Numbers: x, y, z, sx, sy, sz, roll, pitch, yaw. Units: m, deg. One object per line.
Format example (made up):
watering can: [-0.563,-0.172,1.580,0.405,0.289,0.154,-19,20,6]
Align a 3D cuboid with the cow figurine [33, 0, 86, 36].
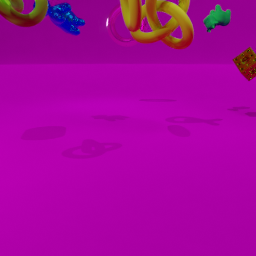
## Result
cow figurine: [-2.155,-3.410,8.513,1.388,0.774,1.411,21,-9,41]

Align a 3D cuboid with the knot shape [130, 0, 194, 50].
knot shape: [0.897,-3.118,8.076,1.852,1.979,0.914,-9,20,25]

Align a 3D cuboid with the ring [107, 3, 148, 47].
ring: [-0.042,-4.582,12.421,1.877,1.877,0.375,4,16,14]

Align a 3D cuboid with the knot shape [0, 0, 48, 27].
knot shape: [-2.306,-2.349,5.007,1.447,0.669,1.354,31,29,15]

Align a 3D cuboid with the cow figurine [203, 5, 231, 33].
cow figurine: [3.259,-3.888,10.156,1.085,1.067,0.595,12,-20,-20]

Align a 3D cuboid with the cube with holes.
cube with holes: [4.235,-2.221,9.767,0.705,0.705,0.705,23,41,-42]

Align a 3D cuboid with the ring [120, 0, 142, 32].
ring: [0.046,-2.979,6.598,0.276,1.382,1.382,-12,16,-6]
